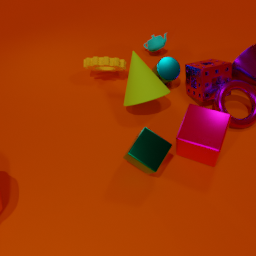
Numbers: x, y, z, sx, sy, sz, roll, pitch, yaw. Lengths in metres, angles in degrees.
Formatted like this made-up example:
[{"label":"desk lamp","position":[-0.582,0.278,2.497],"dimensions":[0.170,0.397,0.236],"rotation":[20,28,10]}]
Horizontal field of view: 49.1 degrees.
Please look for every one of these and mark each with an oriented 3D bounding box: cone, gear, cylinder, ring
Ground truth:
[{"label":"cone","position":[0.367,-1.596,8.473],"dimensions":[1.487,1.492,1.487],"rotation":[-16,10,3]},{"label":"cone","position":[4.352,-1.624,9.094],"dimensions":[1.603,1.603,1.609],"rotation":[-25,62,-23]},{"label":"gear","position":[-0.799,-2.206,9.758],"dimensions":[1.449,0.268,1.449],"rotation":[1,3,0]},{"label":"cylinder","position":[1.274,-1.918,9.529],"dimensions":[0.810,0.810,0.810],"rotation":[1,86,-9]},{"label":"ring","position":[3.325,-0.723,8.465],"dimensions":[1.508,0.302,1.508],"rotation":[2,79,-9]}]

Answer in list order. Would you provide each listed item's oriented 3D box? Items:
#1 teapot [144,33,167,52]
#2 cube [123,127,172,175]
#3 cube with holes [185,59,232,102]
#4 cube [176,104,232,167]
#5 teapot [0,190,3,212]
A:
[{"label":"teapot","position":[1.107,-3.361,10.942],"dimensions":[1.195,0.585,0.743],"rotation":[-10,24,42]},{"label":"cube","position":[0.459,0.574,6.833],"dimensions":[0.792,0.792,0.792],"rotation":[34,74,0]},{"label":"cube with holes","position":[2.568,-1.566,9.018],"dimensions":[1.033,1.033,1.033],"rotation":[-14,24,-13]},{"label":"cube","position":[1.934,0.199,7.294],"dimensions":[1.085,1.085,1.085],"rotation":[18,68,18]},{"label":"teapot","position":[-3.387,1.476,6.137],"dimensions":[0.952,1.208,1.943],"rotation":[-18,85,-13]}]
